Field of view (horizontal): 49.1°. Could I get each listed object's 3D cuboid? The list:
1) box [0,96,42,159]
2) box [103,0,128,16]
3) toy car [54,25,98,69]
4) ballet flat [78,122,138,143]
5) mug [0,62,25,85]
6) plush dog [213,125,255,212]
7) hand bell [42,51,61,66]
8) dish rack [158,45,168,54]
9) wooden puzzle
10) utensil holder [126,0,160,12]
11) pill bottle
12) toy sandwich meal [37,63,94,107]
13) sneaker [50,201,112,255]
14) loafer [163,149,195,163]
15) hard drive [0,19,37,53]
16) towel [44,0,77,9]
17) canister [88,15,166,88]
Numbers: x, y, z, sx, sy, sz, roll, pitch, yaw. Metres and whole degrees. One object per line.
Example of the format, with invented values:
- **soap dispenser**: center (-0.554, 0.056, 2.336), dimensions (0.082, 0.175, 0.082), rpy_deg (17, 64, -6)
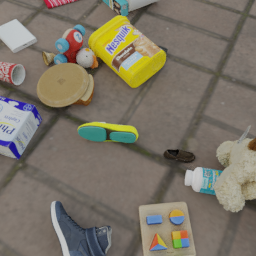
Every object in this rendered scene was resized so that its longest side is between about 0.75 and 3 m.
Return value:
- **box**: center (-4.660, -0.065, 10.731), dimensions (1.807, 1.031, 1.965), rpy_deg (15, 59, 10)
- **box**: center (-0.714, -6.868, 15.223), dimensions (0.463, 0.775, 1.885), rpy_deg (-31, 62, -17)
- **toy car**: center (-2.083, -3.425, 12.678), dimensions (1.838, 1.626, 1.694), rpy_deg (29, 50, 3)
- **ballet flat**: center (-0.753, 0.120, 10.887), dimensions (2.317, 0.774, 0.777), rpy_deg (6, 36, 1)
- **mug**: center (-5.380, -2.480, 12.526), dimensions (1.378, 1.223, 0.919), rpy_deg (14, 95, 13)
- **plush dog**: center (4.363, 1.499, 8.956), dimensions (2.449, 2.288, 2.851), rpy_deg (34, 39, -7)
- **hand bell**: center (-3.335, -3.427, 13.264), dimensions (1.271, 0.662, 0.662), rpy_deg (-24, 60, -29)
- **dish rack**: center (1.415, -3.507, 13.308), dimensions (0.874, 0.311, 1.139), rpy_deg (16, 67, 9)
- **wooden puzzle**: center (1.239, 3.248, 8.993), dimensions (1.634, 0.409, 1.765), rpy_deg (-5, 58, -3)
- **utensil holder**: center (0.609, -7.361, 15.006), dimensions (2.014, 1.711, 1.711), rpy_deg (-29, 62, -15)
- **pill bottle**: center (2.772, 1.830, 9.632), dimensions (1.539, 0.853, 0.853), rpy_deg (8, 58, 5)
- **toy sandwich meal**: center (-2.633, -1.754, 11.987), dimensions (2.514, 0.861, 2.514), rpy_deg (-4, 62, 7)
- **sneaker**: center (-1.409, 3.088, 8.743), dimensions (1.609, 0.847, 2.227), rpy_deg (-25, 70, -3)
- **loafer**: center (1.921, 1.014, 10.404), dimensions (1.190, 0.424, 0.434), rpy_deg (4, 58, 2)
- **hard drive**: center (-5.683, -4.667, 14.126), dimensions (1.304, 0.260, 1.977), rpy_deg (-36, 65, -21)
- **towel**: center (-3.809, -7.583, 15.996), dimensions (2.191, 0.246, 1.585), rpy_deg (-24, 61, -15)
- **canister**: center (-0.030, -3.445, 12.631), dimensions (2.216, 1.291, 2.983), rpy_deg (-40, 67, -10)
